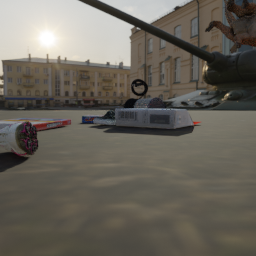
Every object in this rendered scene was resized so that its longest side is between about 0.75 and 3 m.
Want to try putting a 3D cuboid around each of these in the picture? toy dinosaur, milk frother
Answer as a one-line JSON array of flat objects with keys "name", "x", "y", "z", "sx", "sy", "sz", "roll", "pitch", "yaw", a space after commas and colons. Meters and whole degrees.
[{"name": "toy dinosaur", "x": 3.225, "y": -2.390, "z": 7.019, "sx": 1.896, "sy": 1.201, "sz": 2.797, "roll": 13, "pitch": 28, "yaw": -22}, {"name": "milk frother", "x": 0.801, "y": -1.312, "z": 12.853, "sx": 1.620, "sy": 1.795, "sz": 1.688, "roll": -30, "pitch": 22, "yaw": -35}]

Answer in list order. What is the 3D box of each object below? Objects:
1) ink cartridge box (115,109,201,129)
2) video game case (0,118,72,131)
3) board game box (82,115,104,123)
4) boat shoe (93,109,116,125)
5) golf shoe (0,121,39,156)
[{"name": "ink cartridge box", "x": 1.144, "y": -0.395, "z": 9.620, "sx": 2.110, "sy": 0.623, "sz": 2.636, "roll": 3, "pitch": 7, "yaw": 32}, {"name": "video game case", "x": -3.011, "y": -0.126, "z": 8.484, "sx": 1.734, "sy": 0.212, "sz": 2.426, "roll": 2, "pitch": 6, "yaw": 13}, {"name": "board game box", "x": -1.013, "y": -0.381, "z": 11.672, "sx": 1.598, "sy": 0.275, "sz": 1.082, "roll": 0, "pitch": 4, "yaw": 4}, {"name": "boat shoe", "x": -0.593, "y": -0.394, "z": 10.018, "sx": 0.565, "sy": 0.556, "sz": 1.568, "roll": 4, "pitch": 6, "yaw": 44}, {"name": "golf shoe", "x": -1.515, "y": 0.173, "z": 3.758, "sx": 0.557, "sy": 0.439, "sz": 1.209, "roll": -5, "pitch": -3, "yaw": -16}]
